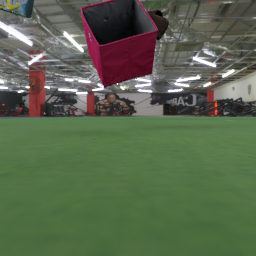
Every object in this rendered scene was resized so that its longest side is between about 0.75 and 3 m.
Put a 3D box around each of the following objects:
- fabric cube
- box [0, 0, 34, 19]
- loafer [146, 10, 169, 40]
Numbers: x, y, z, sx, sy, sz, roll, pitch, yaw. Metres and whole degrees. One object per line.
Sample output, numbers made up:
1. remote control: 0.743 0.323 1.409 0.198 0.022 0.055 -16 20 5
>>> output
1. fabric cube: -0.313 -2.878 9.413 1.960 1.923 1.954 -19 -28 -11
2. box: -2.831 -3.663 6.984 1.039 1.522 0.287 9 12 -29
3. loafer: 0.930 -3.764 9.881 0.781 0.763 2.139 40 17 -38
